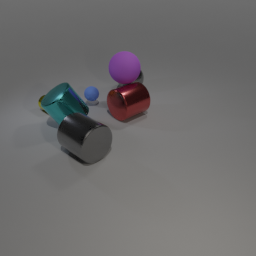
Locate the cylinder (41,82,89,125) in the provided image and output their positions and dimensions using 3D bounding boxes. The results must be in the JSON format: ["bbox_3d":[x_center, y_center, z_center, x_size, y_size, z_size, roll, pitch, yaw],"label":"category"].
[{"bbox_3d":[-2.529,-0.872,11.325,1.400,1.400,1.400,-25,35,19],"label":"cylinder"}]

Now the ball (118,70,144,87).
[{"bbox_3d":[0.132,-2.625,14.742,1.400,1.400,1.400,0,31,0],"label":"ball"}]

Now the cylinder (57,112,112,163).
[{"bbox_3d":[-1.506,0.321,9.778,1.400,1.400,1.400,26,39,37],"label":"cylinder"}]

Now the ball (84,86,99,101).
[{"bbox_3d":[-1.717,-1.616,13.217,0.700,0.700,0.700,0,31,0],"label":"ball"}]

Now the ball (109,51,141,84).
[{"bbox_3d":[-0.147,-2.623,12.215,1.400,1.400,1.400,0,31,0],"label":"ball"}]

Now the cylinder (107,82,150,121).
[{"bbox_3d":[0.025,-1.185,12.306,1.400,1.400,1.400,-24,38,-35],"label":"cylinder"}]

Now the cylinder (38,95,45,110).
[{"bbox_3d":[-3.639,-1.096,12.864,0.700,0.700,0.700,27,40,37],"label":"cylinder"}]
